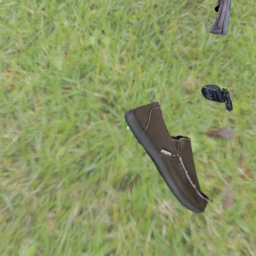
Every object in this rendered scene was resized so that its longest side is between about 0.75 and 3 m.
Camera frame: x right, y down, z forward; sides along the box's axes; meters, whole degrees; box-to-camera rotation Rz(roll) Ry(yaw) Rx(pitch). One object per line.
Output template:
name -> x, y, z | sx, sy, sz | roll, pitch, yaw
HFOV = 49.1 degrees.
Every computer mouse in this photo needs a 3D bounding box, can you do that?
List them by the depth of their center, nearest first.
computer mouse -> 1.885, -0.709, 5.880 | 0.220, 0.579, 0.836 | -36, 33, -11

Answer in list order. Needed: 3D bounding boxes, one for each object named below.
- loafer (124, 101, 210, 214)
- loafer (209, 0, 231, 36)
loafer -> 0.901, 0.527, 5.320 | 0.870, 0.891, 2.440 | -35, 95, 3
loafer -> 2.657, -3.365, 7.990 | 0.499, 0.569, 1.584 | 6, 72, 18
